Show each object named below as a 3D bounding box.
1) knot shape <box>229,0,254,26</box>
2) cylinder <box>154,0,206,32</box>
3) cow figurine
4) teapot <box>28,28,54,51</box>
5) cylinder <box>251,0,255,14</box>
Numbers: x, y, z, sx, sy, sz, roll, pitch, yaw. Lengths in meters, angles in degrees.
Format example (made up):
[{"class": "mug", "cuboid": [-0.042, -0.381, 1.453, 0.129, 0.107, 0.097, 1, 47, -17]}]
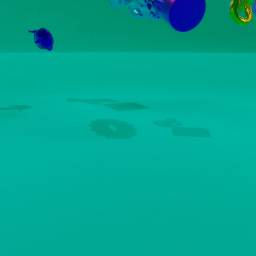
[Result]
[{"class": "knot shape", "cuboid": [2.747, -3.072, 6.572, 0.514, 1.040, 1.112, 14, 56, 23]}, {"class": "cylinder", "cuboid": [1.599, -3.818, 8.775, 1.227, 1.227, 1.227, -6, 41, -20]}, {"class": "cow figurine", "cuboid": [0.223, -4.375, 9.796, 1.744, 0.957, 1.716, -4, 38, -33]}, {"class": "teapot", "cuboid": [-2.815, -2.902, 9.144, 0.556, 0.706, 1.136, -33, 71, -29]}, {"class": "cylinder", "cuboid": [3.177, -2.668, 5.861, 0.811, 0.811, 0.811, 23, 18, 1]}]
